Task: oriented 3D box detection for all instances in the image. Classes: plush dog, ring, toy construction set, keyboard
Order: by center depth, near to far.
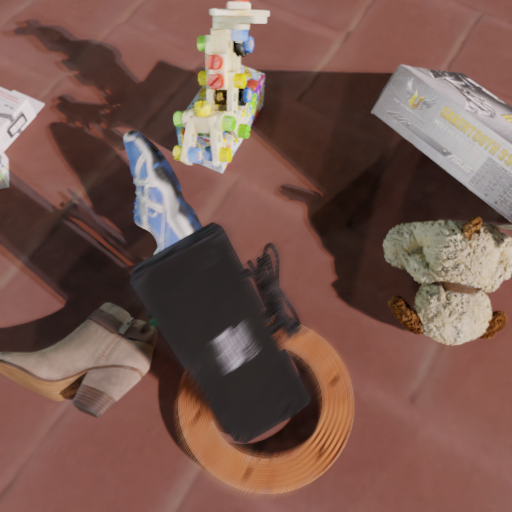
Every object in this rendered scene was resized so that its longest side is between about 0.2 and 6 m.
[{"bbox_3d":[-0.239,1.097,8.283,1.898,3.647,0.723,-27,32,-3],"label":"keyboard"},{"bbox_3d":[0.158,2.368,9.197,2.857,0.274,2.857,1,63,-1],"label":"ring"},{"bbox_3d":[3.397,0.477,9.500,2.408,1.932,2.068,7,86,3],"label":"plush dog"},{"bbox_3d":[-0.626,-3.059,9.615,1.328,2.884,1.891,22,27,11],"label":"toy construction set"}]

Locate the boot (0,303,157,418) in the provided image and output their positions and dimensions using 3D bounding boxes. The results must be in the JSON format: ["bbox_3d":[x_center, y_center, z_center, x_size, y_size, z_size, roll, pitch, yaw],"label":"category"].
[{"bbox_3d":[-2.937,1.553,9.400,2.433,0.855,1.779,22,59,10],"label":"boot"}]

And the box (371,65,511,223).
[{"bbox_3d":[4.437,-1.857,10.030,4.050,0.979,3.208,45,35,21],"label":"box"}]

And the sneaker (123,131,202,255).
[{"bbox_3d":[-1.871,-1.070,10.175,0.990,0.973,2.571,-27,85,10],"label":"sneaker"}]

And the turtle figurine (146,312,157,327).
[{"bbox_3d":[-1.607,0.955,9.722,0.618,0.415,0.825,-4,24,-4],"label":"turtle figurine"}]

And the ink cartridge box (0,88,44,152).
[{"bbox_3d":[-5.365,-2.952,11.750,0.949,0.555,1.636,25,66,12],"label":"ink cartridge box"}]

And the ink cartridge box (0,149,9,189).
[{"bbox_3d":[-5.184,-1.766,11.163,0.316,0.524,0.722,-12,64,-6],"label":"ink cartridge box"}]

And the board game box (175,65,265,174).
[{"bbox_3d":[-0.693,-2.862,11.427,1.012,1.031,1.965,24,66,9],"label":"board game box"}]
